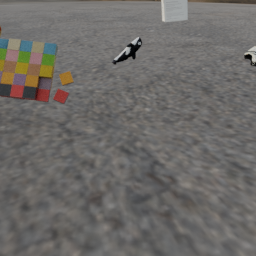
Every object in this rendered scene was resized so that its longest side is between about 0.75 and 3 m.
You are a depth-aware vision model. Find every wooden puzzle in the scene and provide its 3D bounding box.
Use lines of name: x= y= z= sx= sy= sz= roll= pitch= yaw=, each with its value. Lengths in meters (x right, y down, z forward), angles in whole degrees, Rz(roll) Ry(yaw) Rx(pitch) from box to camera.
wooden puzzle: x=-2.503 y=-1.410 z=6.730 sx=2.448 sy=1.452 sz=0.172 roll=7 pitch=-11 yaw=0

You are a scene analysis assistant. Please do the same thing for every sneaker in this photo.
sneaker: x=3.967 y=-1.955 z=8.408 sx=0.508 sy=0.438 sz=1.159 roll=-29 pitch=51 yaw=0

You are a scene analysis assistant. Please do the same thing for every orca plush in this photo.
orca plush: x=0.054 y=-2.415 z=9.177 sx=1.230 sy=0.647 sz=0.437 roll=-42 pitch=88 yaw=-16

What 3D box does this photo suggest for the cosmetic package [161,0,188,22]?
cosmetic package: x=1.515 y=-4.648 z=9.347 sx=0.820 sy=2.022 sz=1.141 roll=-6 pitch=22 yaw=5

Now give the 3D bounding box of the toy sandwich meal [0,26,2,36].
toy sandwich meal: x=-4.426 y=-3.127 z=8.940 sx=0.299 sy=0.872 sz=0.872 roll=20 pitch=35 yaw=40
